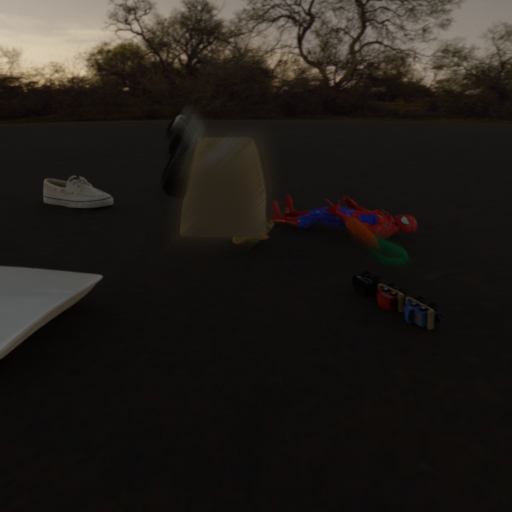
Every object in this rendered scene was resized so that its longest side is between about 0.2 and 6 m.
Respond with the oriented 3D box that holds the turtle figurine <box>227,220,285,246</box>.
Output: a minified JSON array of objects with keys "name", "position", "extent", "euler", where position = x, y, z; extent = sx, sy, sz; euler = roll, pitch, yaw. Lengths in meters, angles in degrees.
[{"name":"turtle figurine","position":[-0.064,-0.439,11.511],"extent":[1.248,0.402,1.006],"euler":[-29,21,-30]}]

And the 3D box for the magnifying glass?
[{"name":"magnifying glass","position":[1.911,-0.201,8.959],"extent":[0.588,0.165,1.477],"euler":[-5,-26,44]}]

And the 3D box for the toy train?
[{"name":"toy train","position":[2.016,0.622,8.288],"extent":[0.433,0.323,1.892],"euler":[-12,20,-23]}]

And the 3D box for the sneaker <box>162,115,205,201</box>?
[{"name":"sneaker","position":[-1.583,-2.014,12.103],"extent":[1.353,1.170,3.091],"euler":[-31,43,-8]}]

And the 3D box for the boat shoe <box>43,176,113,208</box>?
[{"name":"boat shoe","position":[-4.852,-1.761,15.128],"extent":[2.225,0.777,0.789],"euler":[9,19,26]}]

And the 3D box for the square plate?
[{"name":"square plate","position":[-4.063,0.786,7.588],"extent":[2.983,0.424,2.955],"euler":[3,17,10]}]

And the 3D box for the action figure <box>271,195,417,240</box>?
[{"name":"action figure","position":[1.940,-0.888,12.455],"extent":[3.273,0.846,1.071],"euler":[13,19,29]}]

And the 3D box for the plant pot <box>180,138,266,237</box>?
[{"name":"plant pot","position":[-0.491,-1.133,8.699],"extent":[1.313,1.164,1.314],"euler":[1,34,0]}]
